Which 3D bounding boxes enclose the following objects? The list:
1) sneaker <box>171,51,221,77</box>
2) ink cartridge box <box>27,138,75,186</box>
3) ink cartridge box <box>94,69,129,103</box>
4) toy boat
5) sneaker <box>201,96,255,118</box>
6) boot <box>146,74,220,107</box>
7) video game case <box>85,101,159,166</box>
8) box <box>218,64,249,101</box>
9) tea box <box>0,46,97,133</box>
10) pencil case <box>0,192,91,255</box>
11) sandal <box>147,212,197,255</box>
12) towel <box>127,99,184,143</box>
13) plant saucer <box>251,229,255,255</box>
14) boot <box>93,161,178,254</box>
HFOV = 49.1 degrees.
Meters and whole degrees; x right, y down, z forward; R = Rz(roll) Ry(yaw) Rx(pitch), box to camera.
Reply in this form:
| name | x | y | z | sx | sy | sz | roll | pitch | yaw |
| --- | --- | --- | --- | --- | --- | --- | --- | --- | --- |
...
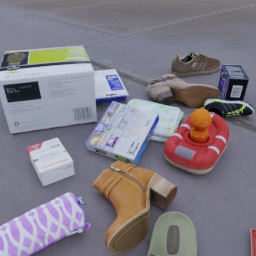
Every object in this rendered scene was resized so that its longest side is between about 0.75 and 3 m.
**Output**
| name | x | y | z | sx | sy | sz | roll | pitch | yaw |
| --- | --- | --- | --- | --- | --- | --- | --- | --- | --- |
| sneaker | 3.354 | -3.151 | 13.386 | 2.754 | 1.040 | 0.970 | -15 | 37 | -20 |
| ink cartridge box | -2.153 | 0.915 | 7.808 | 0.928 | 0.524 | 1.264 | -18 | 38 | -25 |
| ink cartridge box | -0.902 | -1.678 | 11.667 | 1.365 | 0.538 | 2.745 | -7 | 33 | -11 |
| toy boat | 2.064 | 0.128 | 8.093 | 1.505 | 1.507 | 2.306 | 20 | 39 | 27 |
| sneaker | 3.599 | -0.591 | 10.168 | 1.813 | 0.650 | 0.751 | 12 | 62 | 18 |
| boot | 2.065 | -1.625 | 11.212 | 2.631 | 0.924 | 1.924 | -6 | 33 | -5 |
| video game case | -0.142 | 0.107 | 8.611 | 1.646 | 0.413 | 1.816 | 17 | 58 | 22 |
| box | 4.223 | -1.809 | 11.346 | 0.775 | 1.099 | 1.485 | 3 | 33 | 4 |
| tea box | -2.831 | -1.550 | 10.137 | 2.984 | 1.994 | 2.936 | -8 | 35 | -11 |
| pencil case | -1.892 | 2.160 | 5.712 | 2.187 | 0.918 | 0.935 | -22 | 68 | -27 |
| sandal | 0.788 | 2.612 | 4.989 | 1.192 | 0.857 | 3.003 | 2 | 34 | 4 |
| towel | 0.738 | -0.301 | 9.641 | 2.098 | 0.505 | 1.796 | 11 | 35 | 16 |
| plant saucer | 3.018 | 2.648 | 5.527 | 1.147 | 0.211 | 1.145 | 11 | 35 | 15 |
| boot | -0.185 | 1.674 | 6.499 | 1.817 | 0.866 | 2.349 | 22 | 33 | 32 |
